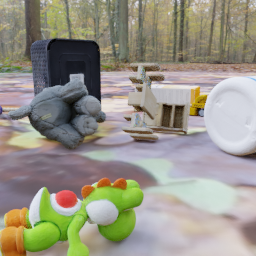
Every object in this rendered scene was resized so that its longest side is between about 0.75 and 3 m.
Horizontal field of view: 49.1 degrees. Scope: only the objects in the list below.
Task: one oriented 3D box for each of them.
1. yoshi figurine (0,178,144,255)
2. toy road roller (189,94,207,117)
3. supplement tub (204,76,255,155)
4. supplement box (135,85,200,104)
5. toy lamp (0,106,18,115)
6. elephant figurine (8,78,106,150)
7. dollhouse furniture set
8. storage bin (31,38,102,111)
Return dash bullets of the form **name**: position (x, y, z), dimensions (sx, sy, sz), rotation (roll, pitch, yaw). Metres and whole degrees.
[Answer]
- **yoshi figurine**: position (-0.437, 0.907, 2.594), dimensions (1.268, 0.713, 0.710), rotation (-16, -25, -9)
- **toy road roller**: position (2.232, -0.749, 9.016), dimensions (0.906, 0.662, 0.557), rotation (8, 15, 30)
- **supplement tub**: position (2.751, -0.316, 5.535), dimensions (2.185, 1.441, 1.441), rotation (-9, 16, -29)
- **supplement box**: position (1.498, -1.185, 10.513), dimensions (2.192, 0.806, 1.382), rotation (5, 13, 21)
- **toy lamp**: position (-3.376, -0.573, 8.767), dimensions (1.308, 0.381, 0.381), rotation (-3, 13, -26)
- **elephant figurine**: position (-1.353, -0.260, 6.191), dimensions (1.447, 1.587, 2.046), rotation (-46, 11, -7)
- **dollhouse furniture set**: position (0.701, -0.442, 6.204), dimensions (1.089, 1.437, 1.640), rotation (3, -13, 20)
- **storage bin**: position (-1.624, -1.207, 7.547), dimensions (1.510, 2.233, 1.047), rotation (-11, 18, -38)
